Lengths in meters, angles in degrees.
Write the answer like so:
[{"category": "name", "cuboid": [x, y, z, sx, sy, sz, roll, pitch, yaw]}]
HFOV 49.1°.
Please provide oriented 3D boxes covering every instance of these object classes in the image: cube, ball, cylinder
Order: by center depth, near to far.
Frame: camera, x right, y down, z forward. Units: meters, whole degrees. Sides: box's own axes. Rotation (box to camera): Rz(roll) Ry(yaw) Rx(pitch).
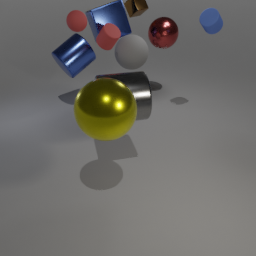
[{"category": "ball", "cuboid": [-0.495, -0.408, 6.216, 1.400, 1.400, 1.400, 0, 30, 0]}, {"category": "cylinder", "cuboid": [-0.171, -0.862, 8.010, 1.400, 1.400, 1.400, -7, 30, -11]}, {"category": "ball", "cuboid": [-1.735, -3.626, 9.505, 0.700, 0.700, 0.700, 0, 30, 0]}, {"category": "cylinder", "cuboid": [3.050, -3.898, 10.241, 0.700, 0.700, 0.700, 20, 3, 31]}, {"category": "cylinder", "cuboid": [-0.724, -3.356, 10.316, 0.700, 0.700, 0.700, 15, 58, -25]}, {"category": "ball", "cuboid": [0.145, -3.111, 11.519, 1.400, 1.400, 1.400, 0, 30, 0]}, {"category": "cube", "cuboid": [-0.860, -4.564, 12.096, 1.400, 1.400, 1.400, -24, 25, -9]}, {"category": "cylinder", "cuboid": [-2.366, -3.156, 12.277, 1.400, 1.400, 1.400, -43, 43, -10]}, {"category": "cube", "cuboid": [0.379, -5.594, 12.835, 0.700, 0.700, 0.700, -27, 6, -35]}, {"category": "ball", "cuboid": [1.619, -4.357, 12.862, 1.400, 1.400, 1.400, 0, 30, 0]}]
